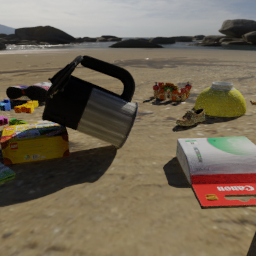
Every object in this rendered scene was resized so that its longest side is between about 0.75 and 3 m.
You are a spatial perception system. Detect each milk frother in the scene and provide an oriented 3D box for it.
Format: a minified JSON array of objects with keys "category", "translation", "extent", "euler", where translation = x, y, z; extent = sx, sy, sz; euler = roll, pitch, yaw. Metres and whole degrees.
[{"category":"milk frother","translation":[-1.025,-0.718,8.443],"extent":[2.711,2.602,2.882],"euler":[21,19,-10]}]

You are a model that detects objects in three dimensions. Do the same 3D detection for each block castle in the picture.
[{"category":"block castle","translation":[2.497,-2.208,15.957],"extent":[2.001,0.939,1.337],"euler":[10,23,24]}]

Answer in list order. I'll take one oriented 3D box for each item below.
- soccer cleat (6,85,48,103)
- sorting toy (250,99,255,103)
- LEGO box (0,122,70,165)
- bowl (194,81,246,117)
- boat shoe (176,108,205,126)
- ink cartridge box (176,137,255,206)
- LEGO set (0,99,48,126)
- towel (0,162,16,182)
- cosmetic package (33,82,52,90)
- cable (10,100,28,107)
[{"category":"soccer cleat","translation":[-5.272,-1.914,15.311],"extent":[2.739,0.934,1.002],"euler":[5,15,17]},{"category":"sorting toy","translation":[7.004,-1.420,15.029],"extent":[0.725,0.143,0.783],"euler":[4,16,11]},{"category":"LEGO box","translation":[-2.990,0.416,9.151],"extent":[1.989,0.768,1.481],"euler":[-7,21,-17]},{"category":"bowl","translation":[4.525,-1.524,13.604],"extent":[2.448,1.317,2.448],"euler":[1,20,0]},{"category":"boat shoe","translation":[2.643,-0.482,11.816],"extent":[1.687,0.560,0.624],"euler":[-16,25,-40]},{"category":"ink cartridge box","translation":[2.699,1.043,7.696],"extent":[2.228,0.693,2.768],"euler":[-1,19,-3]},{"category":"LEGO set","translation":[-4.344,-0.620,11.512],"extent":[2.870,1.095,1.178],"euler":[6,20,12]},{"category":"towel","translation":[-4.002,1.270,7.757],"extent":[1.536,0.236,1.146],"euler":[19,30,37]},{"category":"cosmetic package","translation":[-4.236,-2.232,16.427],"extent":[2.605,0.660,1.075],"euler":[11,24,27]},{"category":"cable","translation":[-5.612,-1.268,14.492],"extent":[1.088,0.276,0.887],"euler":[6,16,23]}]
